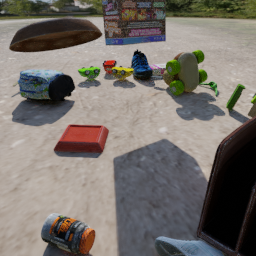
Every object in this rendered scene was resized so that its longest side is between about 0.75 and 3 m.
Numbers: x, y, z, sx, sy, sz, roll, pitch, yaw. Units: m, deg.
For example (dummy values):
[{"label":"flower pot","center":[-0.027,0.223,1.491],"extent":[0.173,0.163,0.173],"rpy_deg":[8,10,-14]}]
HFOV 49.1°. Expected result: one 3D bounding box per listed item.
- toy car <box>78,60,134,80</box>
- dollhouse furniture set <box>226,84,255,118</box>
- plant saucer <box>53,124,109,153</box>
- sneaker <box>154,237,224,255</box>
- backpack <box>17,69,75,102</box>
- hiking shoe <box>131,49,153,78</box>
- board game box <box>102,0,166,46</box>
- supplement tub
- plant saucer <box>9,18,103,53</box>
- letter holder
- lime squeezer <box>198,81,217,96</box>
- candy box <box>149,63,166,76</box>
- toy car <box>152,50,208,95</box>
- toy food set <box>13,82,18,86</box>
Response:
[{"label":"toy car","center":[-1.239,-2.722,13.606],"extent":[2.416,0.573,2.567],"rpy_deg":[-13,29,-24]},{"label":"dollhouse furniture set","center":[4.648,-0.620,9.596],"extent":[2.306,0.890,1.152],"rpy_deg":[26,24,9]},{"label":"plant saucer","center":[-1.288,0.236,7.970],"extent":[1.349,0.248,1.351],"rpy_deg":[2,26,4]},{"label":"sneaker","center":[0.968,1.958,4.382],"extent":[1.125,0.396,0.451],"rpy_deg":[16,24,16]},{"label":"backpack","center":[-3.275,-1.640,10.769],"extent":[1.892,1.454,1.543],"rpy_deg":[-7,24,25]},{"label":"hiking shoe","center":[0.601,-3.166,13.921],"extent":[0.914,1.065,2.457],"rpy_deg":[-7,27,-13]},{"label":"board game box","center":[0.202,-3.990,9.285],"extent":[1.843,2.312,1.120],"rpy_deg":[-15,22,-32]},{"label":"supplement tub","center":[-0.976,1.746,4.618],"extent":[0.805,0.493,0.493],"rpy_deg":[11,28,20]},{"label":"plant saucer","center":[-1.396,-1.790,5.415],"extent":[1.782,0.307,1.782],"rpy_deg":[-12,9,2]},{"label":"letter holder","center":[2.504,0.813,4.725],"extent":[1.304,1.843,2.594],"rpy_deg":[22,28,38]},{"label":"lime squeezer","center":[3.588,-1.792,12.031],"extent":[0.567,0.303,1.606],"rpy_deg":[-7,28,-14]},{"label":"candy box","center":[1.622,-2.984,14.316],"extent":[1.283,0.391,0.875],"rpy_deg":[-10,27,-18]},{"label":"toy car","center":[2.020,-2.424,12.089],"extent":[1.713,1.646,2.086],"rpy_deg":[-27,24,-25]},{"label":"toy food set","center":[-3.987,-1.726,11.966],"extent":[1.571,0.315,1.085],"rpy_deg":[12,34,4]}]
